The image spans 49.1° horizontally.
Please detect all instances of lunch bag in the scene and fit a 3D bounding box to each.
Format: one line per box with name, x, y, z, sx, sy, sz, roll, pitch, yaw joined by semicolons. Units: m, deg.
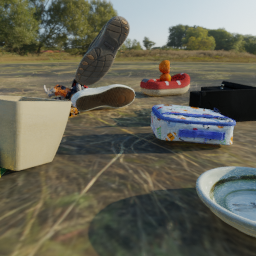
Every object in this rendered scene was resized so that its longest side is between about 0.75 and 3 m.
lunch bag;1.631;-0.095;7.091;2.023;0.764;1.621;3;14;-7

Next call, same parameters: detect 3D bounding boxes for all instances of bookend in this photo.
bookend;3.024;-0.982;9.889;2.305;1.068;2.319;-4;16;-13

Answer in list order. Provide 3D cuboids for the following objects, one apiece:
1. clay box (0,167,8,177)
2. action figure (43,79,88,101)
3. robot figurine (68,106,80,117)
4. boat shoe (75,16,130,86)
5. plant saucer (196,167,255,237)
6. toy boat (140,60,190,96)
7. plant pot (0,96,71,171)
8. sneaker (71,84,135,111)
clay box;-3.319;0.831;4.365;1.563;0.647;2.720;5;18;13
action figure;-2.504;-1.387;12.151;2.020;1.092;2.088;4;-14;-8
robot figurine;-2.190;-0.623;10.010;0.766;0.307;1.056;-15;22;-37
boat shoe;-0.885;-2.620;9.674;0.988;2.653;0.973;35;14;-23
plant saucer;1.832;1.069;3.849;1.788;0.449;1.788;2;15;0
toy boat;1.911;-2.565;14.205;2.587;1.691;1.688;-7;18;-23
plant pot;-2.186;0.053;5.640;1.489;1.319;1.488;7;8;25
sneaker;-0.998;-1.284;10.915;2.551;0.929;1.080;-8;23;-27
